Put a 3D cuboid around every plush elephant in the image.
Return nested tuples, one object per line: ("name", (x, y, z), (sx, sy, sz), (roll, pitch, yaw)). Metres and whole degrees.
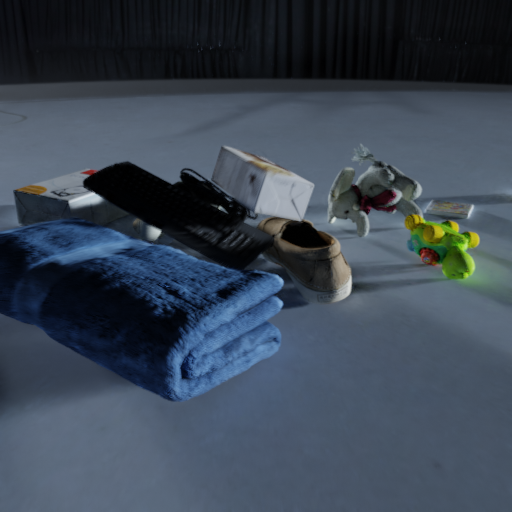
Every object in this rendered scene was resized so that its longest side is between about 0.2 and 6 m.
("plush elephant", (2.421, -1.261, 12.547), (2.232, 1.728, 1.838), (49, 0, 20))

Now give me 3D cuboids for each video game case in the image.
("video game case", (4.885, -1.189, 14.142), (1.029, 0.118, 0.937), (11, 25, 24))

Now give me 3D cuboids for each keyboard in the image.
("keyboard", (-1.267, -1.029, 10.087), (3.447, 0.683, 1.794), (29, 35, 14))

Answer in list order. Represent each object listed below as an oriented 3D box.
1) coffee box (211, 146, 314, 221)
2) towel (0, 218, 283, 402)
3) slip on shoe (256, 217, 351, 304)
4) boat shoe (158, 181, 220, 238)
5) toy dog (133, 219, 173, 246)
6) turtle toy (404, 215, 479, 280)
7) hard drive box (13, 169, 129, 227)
("coffee box", (0.066, -1.364, 10.434), (1.062, 0.750, 1.879), (9, 19, -32))
("towel", (-2.096, 0.453, 8.231), (4.714, 1.144, 2.632), (19, 22, 30))
("slip on shoe", (0.777, -0.270, 10.571), (1.262, 1.006, 3.320), (-15, 27, -8))
("boat shoe", (-1.584, -1.318, 13.459), (1.093, 0.936, 2.988), (5, 22, 13))
("toy dog", (-1.896, -0.326, 10.665), (0.646, 1.342, 0.885), (7, -15, -35))
("turtle toy", (3.542, -0.158, 10.663), (1.215, 0.842, 1.667), (8, 21, -23))
("hard drive box", (-4.246, -1.328, 13.473), (1.799, 0.887, 2.309), (12, 25, 25))
